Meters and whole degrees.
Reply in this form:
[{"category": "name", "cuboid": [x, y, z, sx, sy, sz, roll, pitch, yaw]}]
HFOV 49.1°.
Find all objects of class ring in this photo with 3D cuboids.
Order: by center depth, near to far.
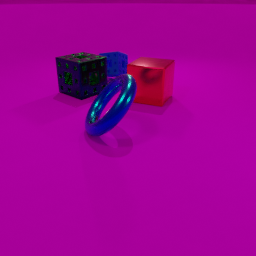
[{"category": "ring", "cuboid": [-0.464, -0.593, 7.135, 0.369, 1.843, 1.843, 36, 14, -25]}]

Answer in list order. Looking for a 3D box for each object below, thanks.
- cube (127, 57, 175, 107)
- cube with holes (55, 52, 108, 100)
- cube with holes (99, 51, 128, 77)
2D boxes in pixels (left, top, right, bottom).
[{"category": "cube", "cuboid": [0.771, -1.590, 9.393, 1.265, 1.265, 1.265, 11, 29, 21]}, {"category": "cube with holes", "cuboid": [-1.633, -1.906, 10.018, 1.269, 1.269, 1.269, 21, 34, 36]}, {"category": "cube with holes", "cuboid": [-0.574, -2.560, 11.379, 0.878, 0.878, 0.878, 1, 5, 26]}]
